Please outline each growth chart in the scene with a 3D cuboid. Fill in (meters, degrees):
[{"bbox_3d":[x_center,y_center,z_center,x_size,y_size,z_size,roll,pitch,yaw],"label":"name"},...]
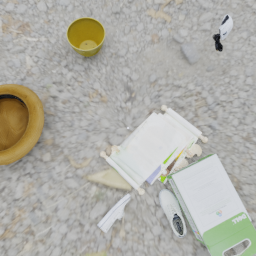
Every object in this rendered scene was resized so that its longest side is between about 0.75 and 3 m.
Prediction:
[{"bbox_3d":[0.877,0.653,8.631,2.899,0.257,2.098,-39,77,-11],"label":"growth chart"}]

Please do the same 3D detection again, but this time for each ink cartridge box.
[{"bbox_3d":[2.353,2.263,7.772,1.431,0.818,2.757,-24,80,-8],"label":"ink cartridge box"}]

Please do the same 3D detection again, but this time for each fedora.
[{"bbox_3d":[-3.598,-0.054,8.442,2.538,1.035,2.538,0,70,0],"label":"fedora"}]

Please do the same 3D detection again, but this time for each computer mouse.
[{"bbox_3d":[2.658,-2.671,7.689,0.256,0.640,1.168,13,64,36],"label":"computer mouse"}]

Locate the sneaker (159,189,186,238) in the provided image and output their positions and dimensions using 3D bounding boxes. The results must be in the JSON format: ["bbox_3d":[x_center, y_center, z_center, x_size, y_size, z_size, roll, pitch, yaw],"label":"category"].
[{"bbox_3d":[1.313,2.393,7.952,0.517,0.501,1.416,-23,74,-7],"label":"sneaker"}]

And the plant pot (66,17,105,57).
[{"bbox_3d":[-1.370,-2.903,9.401,1.255,0.891,1.255,1,73,-2],"label":"plant pot"}]

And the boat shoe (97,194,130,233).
[{"bbox_3d":[-0.314,2.438,8.010,0.410,0.462,1.256,43,88,8],"label":"boat shoe"}]
